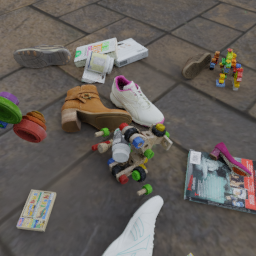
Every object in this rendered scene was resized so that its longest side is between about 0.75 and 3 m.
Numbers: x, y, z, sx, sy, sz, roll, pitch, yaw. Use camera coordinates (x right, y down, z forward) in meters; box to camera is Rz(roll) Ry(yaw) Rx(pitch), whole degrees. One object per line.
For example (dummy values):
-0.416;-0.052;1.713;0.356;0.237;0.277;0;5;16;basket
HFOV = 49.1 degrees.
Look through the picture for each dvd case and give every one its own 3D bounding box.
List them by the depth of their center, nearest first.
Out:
3.405;1.798;9.610;2.768;0.305;2.021;10;48;8;dvd case

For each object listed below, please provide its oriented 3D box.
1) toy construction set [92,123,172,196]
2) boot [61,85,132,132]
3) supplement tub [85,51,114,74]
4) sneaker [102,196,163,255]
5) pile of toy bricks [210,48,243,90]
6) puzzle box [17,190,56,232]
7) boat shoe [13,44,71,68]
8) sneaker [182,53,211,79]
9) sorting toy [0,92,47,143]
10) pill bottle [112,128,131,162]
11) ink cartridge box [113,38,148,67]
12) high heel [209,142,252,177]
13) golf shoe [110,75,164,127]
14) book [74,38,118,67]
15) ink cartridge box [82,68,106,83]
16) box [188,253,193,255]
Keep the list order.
0.271;0.660;9.938;2.048;2.223;2.665;-16;24;-39;toy construction set
-1.322;-0.890;11.677;2.880;1.104;2.236;-8;46;4;boot
-1.384;-3.153;13.549;1.249;0.906;0.906;13;46;-12;supplement tub
0.318;3.165;8.043;1.090;0.957;2.721;34;61;15;sneaker
4.784;-3.136;13.446;1.455;1.295;2.622;8;48;8;pile of toy bricks
-2.897;2.609;8.953;0.861;0.165;1.294;4;48;5;puzzle box
-4.336;-3.704;14.303;2.782;1.036;1.020;-2;37;-13;boat shoe
3.236;-3.108;13.954;2.218;0.781;0.838;-34;37;-30;sneaker
-2.946;-0.411;7.502;1.197;1.993;0.818;0;55;26;sorting toy
-0.220;0.597;9.828;0.644;0.644;1.139;2;46;2;pill bottle
-0.153;-4.024;14.872;1.889;0.411;1.639;-26;48;-21;ink cartridge box
3.676;1.047;9.703;1.587;0.535;0.763;35;66;32;high heel
0.313;-1.120;11.615;2.879;1.318;1.084;36;56;27;golf shoe
-1.626;-3.912;14.472;2.170;0.521;1.450;-12;46;10;book
-1.654;-2.494;13.650;1.058;0.265;0.852;16;47;-11;ink cartridge box
1.979;4.161;7.294;0.564;0.518;1.610;-29;54;-24;box
